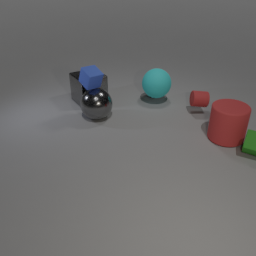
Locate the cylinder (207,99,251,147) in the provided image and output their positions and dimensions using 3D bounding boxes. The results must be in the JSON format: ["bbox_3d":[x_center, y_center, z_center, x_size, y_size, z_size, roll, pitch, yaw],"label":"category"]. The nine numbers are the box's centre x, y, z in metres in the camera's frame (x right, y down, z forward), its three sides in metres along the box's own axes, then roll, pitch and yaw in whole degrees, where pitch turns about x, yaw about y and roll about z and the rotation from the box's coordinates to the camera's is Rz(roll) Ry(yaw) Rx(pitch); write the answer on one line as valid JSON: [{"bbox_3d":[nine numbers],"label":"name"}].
[{"bbox_3d":[3.834,-0.212,10.707,1.400,1.400,1.400,0,31,0],"label":"cylinder"}]

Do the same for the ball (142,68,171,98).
[{"bbox_3d":[1.373,-2.144,13.437,1.400,1.400,1.400,0,31,0],"label":"ball"}]

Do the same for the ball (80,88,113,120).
[{"bbox_3d":[-1.371,-1.046,12.172,1.400,1.400,1.400,0,31,0],"label":"ball"}]

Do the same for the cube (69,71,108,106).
[{"bbox_3d":[-1.905,-1.953,13.653,1.400,1.400,1.400,-18,35,-28],"label":"cube"}]

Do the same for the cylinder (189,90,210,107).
[{"bbox_3d":[3.180,-1.297,12.481,0.700,0.700,0.700,4,30,-6],"label":"cylinder"}]

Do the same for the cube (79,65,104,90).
[{"bbox_3d":[-1.547,-2.111,11.700,0.700,0.700,0.700,-21,56,-36],"label":"cube"}]

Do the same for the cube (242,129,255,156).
[{"bbox_3d":[4.456,0.544,9.821,0.700,0.700,0.700,17,78,23],"label":"cube"}]
